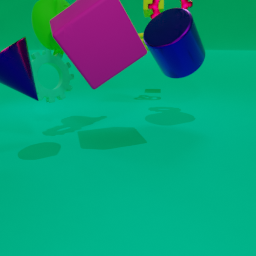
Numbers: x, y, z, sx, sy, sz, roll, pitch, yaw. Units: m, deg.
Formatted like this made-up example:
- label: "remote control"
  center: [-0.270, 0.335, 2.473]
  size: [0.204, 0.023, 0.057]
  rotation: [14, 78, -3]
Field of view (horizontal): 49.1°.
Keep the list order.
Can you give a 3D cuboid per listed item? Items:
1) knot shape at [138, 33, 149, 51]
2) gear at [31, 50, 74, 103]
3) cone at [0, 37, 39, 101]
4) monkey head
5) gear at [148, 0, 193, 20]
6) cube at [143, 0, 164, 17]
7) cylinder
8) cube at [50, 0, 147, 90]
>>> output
- label: "knot shape"
  center: [0.648, -3.374, 10.995]
  size: [1.220, 0.602, 1.303]
  rotation: [-3, 20, -41]
- label: "gear"
  center: [-2.002, -1.295, 7.072]
  size: [1.283, 1.283, 0.237]
  rotation: [-13, 9, -37]
- label: "cone"
  center: [-1.983, -0.920, 5.141]
  size: [1.053, 1.057, 1.053]
  rotation: [-27, 25, 14]
- label: "monkey head"
  center: [-1.670, -2.680, 7.130]
  size: [1.198, 1.988, 1.430]
  rotation: [15, 38, 35]
- label: "gear"
  center: [1.204, -3.511, 8.045]
  size: [1.244, 1.244, 0.230]
  rotation: [2, 14, 7]
- label: "cube"
  center: [1.074, -5.185, 11.671]
  size: [0.822, 0.822, 0.822]
  rotation: [1, 1, 7]
- label: "cylinder"
  center: [1.291, -2.288, 7.685]
  size: [1.356, 1.356, 1.356]
  rotation: [13, -20, 36]
- label: "cube"
  center: [-0.628, -1.843, 5.648]
  size: [1.314, 1.314, 1.314]
  rotation: [-34, 35, 4]
